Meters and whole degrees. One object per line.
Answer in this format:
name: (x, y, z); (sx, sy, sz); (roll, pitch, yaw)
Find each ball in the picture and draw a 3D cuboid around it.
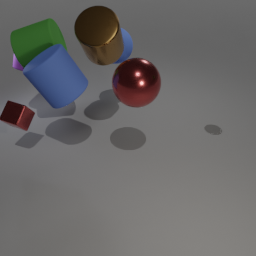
ball: (0.241, -1.280, 7.966); (1.400, 1.400, 1.400); (0, 33, 0)
ball: (-0.506, -3.254, 11.066); (1.400, 1.400, 1.400); (0, 33, 0)

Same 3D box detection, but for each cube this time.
cube: (-3.642, -0.397, 9.242); (0.700, 0.700, 0.700); (17, 77, 13)

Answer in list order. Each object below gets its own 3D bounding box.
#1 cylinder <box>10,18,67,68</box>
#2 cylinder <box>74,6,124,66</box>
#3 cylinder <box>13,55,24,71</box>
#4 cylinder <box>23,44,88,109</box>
cylinder: (-2.987, -2.817, 9.532); (1.400, 1.400, 1.400); (-16, 32, 7)
cylinder: (-0.891, -2.963, 9.142); (1.400, 1.400, 1.400); (4, -11, 7)
cylinder: (-3.719, -2.955, 11.016); (1.400, 1.400, 1.400); (12, 16, -3)
cylinder: (-2.153, -1.547, 8.447); (1.400, 1.400, 1.400); (-25, 33, 17)
